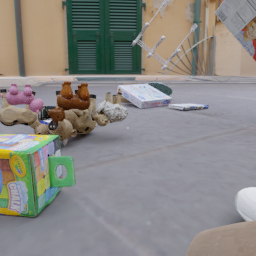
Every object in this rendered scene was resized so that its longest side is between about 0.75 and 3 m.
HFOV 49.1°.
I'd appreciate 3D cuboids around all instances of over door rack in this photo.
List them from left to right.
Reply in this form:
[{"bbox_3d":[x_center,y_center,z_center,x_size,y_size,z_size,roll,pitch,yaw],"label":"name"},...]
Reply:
[{"bbox_3d":[1.490,-3.729,11.046,1.724,2.333,0.777,37,-2,-10],"label":"over door rack"}]

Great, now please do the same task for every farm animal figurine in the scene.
[{"bbox_3d":[-1.796,-0.267,7.442,2.815,1.468,2.784,0,-2,35],"label":"farm animal figurine"}]

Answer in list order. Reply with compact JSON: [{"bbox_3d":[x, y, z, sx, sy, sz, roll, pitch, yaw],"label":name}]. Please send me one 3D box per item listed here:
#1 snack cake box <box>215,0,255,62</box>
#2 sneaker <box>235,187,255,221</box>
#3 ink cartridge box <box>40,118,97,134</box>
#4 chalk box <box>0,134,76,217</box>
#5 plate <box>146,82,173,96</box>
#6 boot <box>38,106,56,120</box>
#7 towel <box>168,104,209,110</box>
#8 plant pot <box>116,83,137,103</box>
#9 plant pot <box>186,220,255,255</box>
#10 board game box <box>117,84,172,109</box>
[{"bbox_3d":[4.290,-3.343,8.978,0.928,2.763,1.589,-37,-4,-18],"label":"snack cake box"},{"bbox_3d":[2.530,0.879,3.078,2.532,1.015,0.890,6,16,28],"label":"sneaker"},{"bbox_3d":[-1.839,-0.147,8.862,0.784,0.369,1.668,12,17,38],"label":"ink cartridge box"},{"bbox_3d":[-1.554,0.648,4.142,1.529,0.951,0.946,1,13,10],"label":"chalk box"},{"bbox_3d":[1.653,-2.247,16.160,1.842,0.235,1.842,8,-18,3],"label":"plate"},{"bbox_3d":[-2.836,-0.592,10.553,1.021,0.488,1.352,0,13,-10],"label":"boot"},{"bbox_3d":[2.784,-0.984,12.917,1.568,0.187,1.151,-5,12,-28],"label":"towel"},{"bbox_3d":[0.212,-1.994,15.621,2.022,0.933,2.022,0,14,0],"label":"plant pot"},{"bbox_3d":[1.012,1.115,1.912,1.115,1.279,1.279,-11,2,42],"label":"plant pot"},{"bbox_3d":[0.805,-1.625,13.917,1.967,0.406,1.972,-10,34,-36],"label":"board game box"}]
